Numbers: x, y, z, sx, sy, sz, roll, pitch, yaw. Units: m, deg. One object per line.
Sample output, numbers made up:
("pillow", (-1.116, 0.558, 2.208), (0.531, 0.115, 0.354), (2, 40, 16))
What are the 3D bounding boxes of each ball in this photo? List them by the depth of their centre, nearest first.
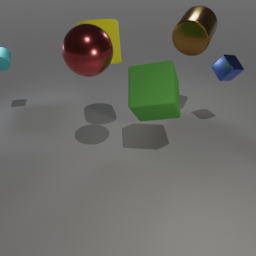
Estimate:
("ball", (-1.100, -2.114, 7.674), (1.400, 1.400, 1.400), (0, 30, 0))

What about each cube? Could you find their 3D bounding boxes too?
("cube", (0.869, -1.128, 8.975), (1.400, 1.400, 1.400), (-5, 72, 16))
("cube", (3.689, -2.224, 10.393), (0.700, 0.700, 0.700), (-8, 66, -35))

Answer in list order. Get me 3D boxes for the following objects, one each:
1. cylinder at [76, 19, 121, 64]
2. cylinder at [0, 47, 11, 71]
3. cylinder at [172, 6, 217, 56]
("cylinder", (-0.976, -2.874, 9.547), (1.400, 1.400, 1.400), (-5, 14, 1))
("cylinder", (-5.175, -2.810, 11.454), (0.700, 0.700, 0.700), (-6, 50, -11))
("cylinder", (2.555, -3.706, 10.677), (1.400, 1.400, 1.400), (13, 48, 22))
